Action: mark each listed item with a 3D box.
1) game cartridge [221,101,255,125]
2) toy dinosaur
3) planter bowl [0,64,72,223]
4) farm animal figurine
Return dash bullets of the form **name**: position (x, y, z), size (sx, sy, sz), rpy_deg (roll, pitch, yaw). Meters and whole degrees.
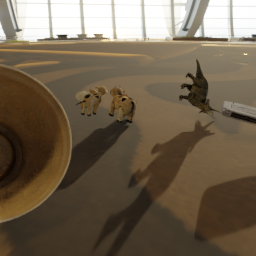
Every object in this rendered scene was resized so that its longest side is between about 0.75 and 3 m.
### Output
- **game cartridge**: position (3.141, -0.391, 7.458), size (1.249, 0.255, 0.832), rpy_deg (18, 31, 14)
- **toy dinosaur**: position (2.308, -1.250, 9.308), size (1.039, 2.032, 0.782), rpy_deg (12, -25, -27)
- **planter bowl**: position (-2.335, 0.348, 4.632), size (2.371, 2.371, 1.596), rpy_deg (-15, -7, -35)
- **farm animal figurine**: position (-0.673, -0.928, 8.829), size (1.962, 0.987, 1.585), rpy_deg (13, 19, 0)
